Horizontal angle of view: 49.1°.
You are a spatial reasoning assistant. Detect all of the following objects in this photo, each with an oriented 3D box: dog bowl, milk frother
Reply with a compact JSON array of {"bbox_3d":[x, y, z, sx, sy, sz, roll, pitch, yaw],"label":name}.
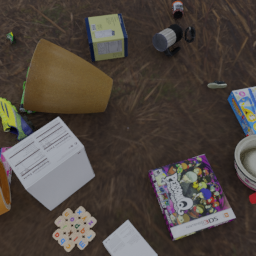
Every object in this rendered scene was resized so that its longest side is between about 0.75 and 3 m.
[{"bbox_3d":[4.568,1.241,9.378,2.092,0.771,2.092,-3,49,3],"label":"dog bowl"},{"bbox_3d":[2.021,-3.909,12.107,1.270,1.350,1.219,-41,95,-34],"label":"milk frother"}]

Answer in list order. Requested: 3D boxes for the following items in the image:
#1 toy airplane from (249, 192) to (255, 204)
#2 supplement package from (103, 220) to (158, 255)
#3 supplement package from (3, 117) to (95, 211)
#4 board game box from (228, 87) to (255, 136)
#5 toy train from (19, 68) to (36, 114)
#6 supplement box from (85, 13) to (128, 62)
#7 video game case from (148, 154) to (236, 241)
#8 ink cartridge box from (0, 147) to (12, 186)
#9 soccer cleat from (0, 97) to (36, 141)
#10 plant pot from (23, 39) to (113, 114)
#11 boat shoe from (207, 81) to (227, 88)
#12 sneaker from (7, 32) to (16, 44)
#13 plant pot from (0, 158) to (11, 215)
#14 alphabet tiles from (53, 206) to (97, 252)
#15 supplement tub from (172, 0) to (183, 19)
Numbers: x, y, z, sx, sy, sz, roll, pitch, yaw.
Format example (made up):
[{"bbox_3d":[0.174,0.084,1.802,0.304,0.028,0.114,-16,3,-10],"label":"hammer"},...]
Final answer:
[{"bbox_3d":[4.737,1.905,9.418,1.639,0.301,1.639,0,60,0],"label":"toy airplane"},{"bbox_3d":[0.051,3.540,8.064,0.956,0.949,1.260,-36,66,-19],"label":"supplement package"},{"bbox_3d":[-2.264,1.186,8.595,1.867,2.397,1.329,-37,65,-17],"label":"supplement package"},{"bbox_3d":[5.258,-0.655,10.771,2.068,0.578,2.025,-11,59,-7],"label":"board game box"},{"bbox_3d":[-3.948,-1.596,11.422,0.665,0.492,2.358,-5,59,9],"label":"toy train"},{"bbox_3d":[-0.952,-4.038,12.472,1.656,1.113,1.657,-9,60,-5],"label":"supplement box"},{"bbox_3d":[2.015,2.190,9.183,2.100,0.415,2.317,-14,60,-8],"label":"video game case"},{"bbox_3d":[-4.441,1.429,9.735,0.743,0.291,1.569,-5,62,-3],"label":"ink cartridge box"},{"bbox_3d":[-4.459,-0.364,10.537,2.213,0.716,0.926,38,70,20],"label":"soccer cleat"},{"bbox_3d":[-2.022,-1.543,10.088,2.722,2.536,2.536,14,59,-13],"label":"plant pot"},{"bbox_3d":[3.677,-1.840,11.632,0.834,0.312,0.277,-3,63,-5],"label":"boat shoe"},{"bbox_3d":[-5.446,-4.149,13.059,0.330,0.303,0.776,-26,53,-6],"label":"sneaker"},{"bbox_3d":[-4.859,1.900,8.091,2.464,2.691,2.691,-12,60,-17],"label":"plant pot"},{"bbox_3d":[-1.664,3.155,8.797,1.280,0.093,1.252,37,65,19],"label":"alphabet tiles"},{"bbox_3d":[2.470,-5.954,13.959,0.538,0.538,1.007,2,59,1],"label":"supplement tub"}]
